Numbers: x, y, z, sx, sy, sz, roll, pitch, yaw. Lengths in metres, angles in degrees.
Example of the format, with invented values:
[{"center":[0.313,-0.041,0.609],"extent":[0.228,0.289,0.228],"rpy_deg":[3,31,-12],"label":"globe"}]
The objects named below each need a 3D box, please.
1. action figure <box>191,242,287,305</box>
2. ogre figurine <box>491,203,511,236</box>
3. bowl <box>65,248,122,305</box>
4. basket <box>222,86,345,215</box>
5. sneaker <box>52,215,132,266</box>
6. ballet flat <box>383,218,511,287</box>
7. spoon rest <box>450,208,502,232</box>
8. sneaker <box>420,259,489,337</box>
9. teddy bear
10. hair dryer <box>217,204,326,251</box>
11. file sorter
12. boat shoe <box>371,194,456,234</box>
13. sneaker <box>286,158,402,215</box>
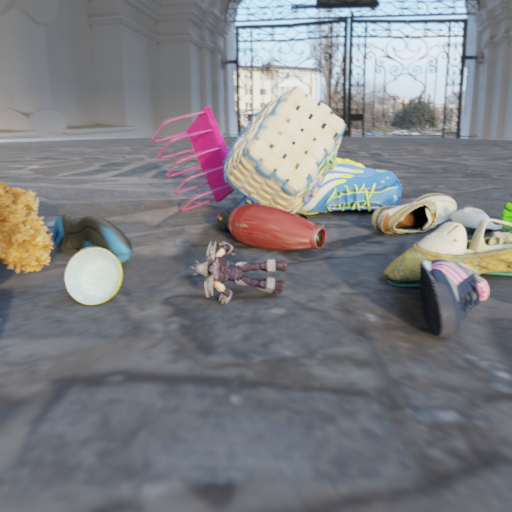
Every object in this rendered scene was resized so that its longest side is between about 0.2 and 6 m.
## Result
[{"center":[-0.234,0.234,7.175],"extent":[1.234,0.803,0.428],"rpy_deg":[7,-4,-19],"label":"action figure"},{"center":[5.320,-0.564,9.344],"extent":[2.699,1.324,1.618],"rpy_deg":[7,-10,-35],"label":"ogre figurine"},{"center":[-2.045,0.285,7.264],"extent":[0.738,0.738,0.397],"rpy_deg":[2,-10,7],"label":"bowl"},{"center":[0.432,-1.831,11.010],"extent":[1.888,2.394,2.715],"rpy_deg":[36,-12,-10],"label":"basket"},{"center":[-2.524,-0.319,9.165],"extent":[0.856,0.765,2.091],"rpy_deg":[0,14,-43],"label":"sneaker"},{"center":[3.111,-0.099,8.144],"extent":[2.677,0.946,0.946],"rpy_deg":[-3,15,-12],"label":"ballet flat"},{"center":[4.613,-0.708,11.193],"extent":[1.518,0.460,0.754],"rpy_deg":[-6,24,-15],"label":"spoon rest"},{"center":[2.364,0.418,6.587],"extent":[0.789,0.675,1.924],"rpy_deg":[0,16,13],"label":"sneaker"},{"center":[-4.104,0.014,7.136],"extent":[3.036,1.398,4.188],"rpy_deg":[-26,24,-20],"label":"teddy bear"},{"center":[0.519,-0.648,10.401],"extent":[2.159,0.770,2.835],"rpy_deg":[-4,16,-13],"label":"hair dryer"},{"center":[-1.468,-2.190,13.108],"extent":[1.223,1.951,1.356],"rpy_deg":[-23,-2,-28],"label":"file sorter"},{"center":[3.274,-0.763,11.127],"extent":[1.919,0.717,0.656],"rpy_deg":[-16,23,-20],"label":"boat shoe"},{"center":[2.185,-1.616,12.877],"extent":[1.896,1.367,3.610],"rpy_deg":[12,18,36],"label":"sneaker"}]
